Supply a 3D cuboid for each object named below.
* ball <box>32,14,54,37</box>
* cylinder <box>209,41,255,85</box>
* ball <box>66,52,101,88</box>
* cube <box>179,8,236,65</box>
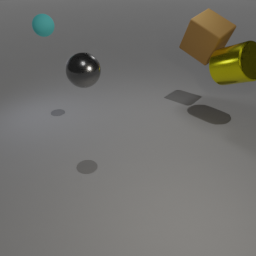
[{"bbox_3d":[-2.732,-3.307,9.025,0.700,0.700,0.700,0,28,0],"label":"ball"},{"bbox_3d":[3.955,-2.329,10.229,1.400,1.400,1.400,-17,10,-29],"label":"cylinder"},{"bbox_3d":[-0.899,-1.160,5.644,0.700,0.700,0.700,0,28,0],"label":"ball"},{"bbox_3d":[3.211,-3.700,11.387,1.400,1.400,1.400,40,56,16],"label":"cube"}]
